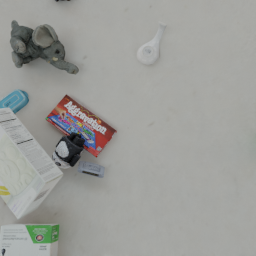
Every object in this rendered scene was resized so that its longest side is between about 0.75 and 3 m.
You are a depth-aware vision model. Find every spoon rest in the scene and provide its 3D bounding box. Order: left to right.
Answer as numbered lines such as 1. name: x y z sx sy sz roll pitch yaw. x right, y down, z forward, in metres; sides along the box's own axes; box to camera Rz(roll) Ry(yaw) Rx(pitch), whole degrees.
1. spoon rest: 1.006 -3.332 11.217 0.876 0.534 1.763 28 89 9

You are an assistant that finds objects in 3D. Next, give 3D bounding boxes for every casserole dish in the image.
1. casserole dish: -4.389 -0.967 10.609 1.284 0.249 0.778 -40 78 -10

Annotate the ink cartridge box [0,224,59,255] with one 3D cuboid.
1. ink cartridge box: -3.124 4.205 8.752 1.664 0.943 2.270 -1 74 0

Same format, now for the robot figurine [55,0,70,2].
1. robot figurine: -2.822 -5.882 11.755 0.914 0.759 1.216 -40 78 -14

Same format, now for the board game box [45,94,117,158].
1. board game box: -1.735 -0.104 10.368 2.406 0.234 1.239 35 76 9

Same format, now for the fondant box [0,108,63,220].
1. fondant box: -3.707 1.140 9.077 2.960 0.862 2.135 48 121 13

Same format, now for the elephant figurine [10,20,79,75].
1. elephant figurine: -3.170 -3.073 10.724 2.347 1.821 1.660 -6 30 -12

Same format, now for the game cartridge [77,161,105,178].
1. game cartridge: -1.271 1.422 9.730 0.918 0.612 0.186 16 116 -8

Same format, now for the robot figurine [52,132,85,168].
1. robot figurine: -2.058 0.780 9.698 0.814 0.981 1.305 35 98 -16
